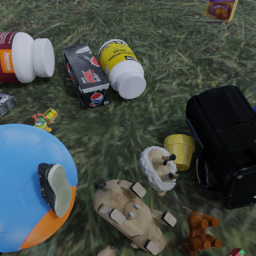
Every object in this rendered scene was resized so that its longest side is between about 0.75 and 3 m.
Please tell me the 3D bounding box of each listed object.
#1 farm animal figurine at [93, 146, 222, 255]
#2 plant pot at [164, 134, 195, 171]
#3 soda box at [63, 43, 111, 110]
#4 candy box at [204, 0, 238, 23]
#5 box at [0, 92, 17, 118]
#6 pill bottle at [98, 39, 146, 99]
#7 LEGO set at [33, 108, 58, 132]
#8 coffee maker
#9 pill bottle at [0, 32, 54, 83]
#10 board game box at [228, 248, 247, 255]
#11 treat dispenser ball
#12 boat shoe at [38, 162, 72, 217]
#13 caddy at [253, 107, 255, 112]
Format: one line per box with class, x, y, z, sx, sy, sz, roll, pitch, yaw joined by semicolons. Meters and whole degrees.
farm animal figurine;0.173;2.050;5.181;2.718;1.417;2.688;-31;95;-27
plant pot;1.301;0.656;7.100;0.784;0.784;0.738;5;61;5
soda box;-1.425;-1.810;9.384;0.936;0.838;2.646;-16;49;-15
candy box;1.859;-2.586;5.400;0.545;0.933;0.264;27;45;23
box;-4.601;-0.578;8.497;1.635;0.402;1.694;18;49;20
pill bottle;-0.189;-1.944;9.277;1.181;1.181;2.101;-14;47;-13
LEGO set;-2.957;0.024;7.551;2.449;0.911;1.126;-25;51;-22
coffee maker;2.471;0.167;6.379;1.672;2.385;2.483;0;46;-17
pill bottle;-4.067;-2.323;9.321;2.922;1.651;1.651;-1;46;0
board game box;1.337;3.352;4.380;2.716;0.264;1.398;-30;81;-26
treat dispenser ball;-2.218;1.123;5.499;2.416;2.416;2.416;0;46;0
boat shoe;-1.208;0.986;4.492;0.395;1.191;0.445;17;49;18
caddy;3.941;-0.053;7.540;2.052;1.077;1.451;-22;69;-28
